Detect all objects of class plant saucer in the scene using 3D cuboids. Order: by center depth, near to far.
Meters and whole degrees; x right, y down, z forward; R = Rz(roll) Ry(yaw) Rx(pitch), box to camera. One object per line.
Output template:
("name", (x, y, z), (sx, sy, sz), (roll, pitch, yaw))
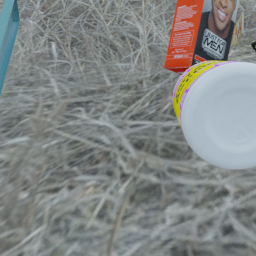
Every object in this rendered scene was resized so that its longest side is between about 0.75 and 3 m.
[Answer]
("plant saucer", (-2.059, -1.193, 4.527), (0.191, 0.703, 2.010), (10, 68, -12))

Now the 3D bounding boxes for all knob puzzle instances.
("knob puzzle", (3.740, -3.195, 9.432), (0.151, 1.086, 1.086), (7, 44, 4))

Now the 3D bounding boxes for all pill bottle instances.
("pill bottle", (1.551, -0.434, 4.922), (1.464, 1.464, 2.809), (4, 14, 4))

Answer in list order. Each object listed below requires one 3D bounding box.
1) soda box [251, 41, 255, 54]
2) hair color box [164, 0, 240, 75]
("soda box", (2.942, -1.218, 5.545), (0.444, 1.255, 0.397), (-28, 12, 15))
("hair color box", (1.999, -2.810, 7.246), (1.511, 2.977, 0.912), (10, 0, -41))
